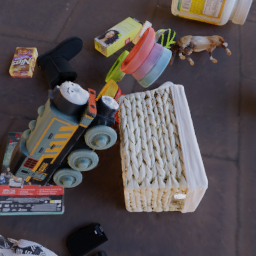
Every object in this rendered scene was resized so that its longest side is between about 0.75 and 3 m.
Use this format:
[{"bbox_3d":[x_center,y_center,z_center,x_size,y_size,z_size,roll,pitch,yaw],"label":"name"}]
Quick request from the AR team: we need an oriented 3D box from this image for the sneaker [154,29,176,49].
[{"bbox_3d":[0.789,-2.992,10.685,2.296,0.866,0.877,-35,34,-18],"label":"sneaker"}]

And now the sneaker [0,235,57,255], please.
[{"bbox_3d":[-2.833,3.296,6.435,2.463,0.925,1.416,9,58,12],"label":"sneaker"}]

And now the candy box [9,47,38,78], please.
[{"bbox_3d":[-3.884,-2.462,10.479,0.738,0.357,1.265,1,59,-1],"label":"candy box"}]

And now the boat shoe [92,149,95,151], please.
[{"bbox_3d":[-1.166,0.177,8.369,0.373,1.070,0.381,-13,32,-17],"label":"boat shoe"}]

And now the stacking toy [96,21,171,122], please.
[{"bbox_3d":[0.289,-1.704,8.858,1.254,2.970,2.689,33,37,-16],"label":"stacking toy"}]

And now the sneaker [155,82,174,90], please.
[{"bbox_3d":[1.049,-1.056,9.381,0.600,0.683,1.705,32,61,21],"label":"sneaker"}]

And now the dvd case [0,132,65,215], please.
[{"bbox_3d":[-2.663,1.224,7.981,1.782,0.269,2.442,1,59,-9],"label":"dvd case"}]

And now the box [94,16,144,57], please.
[{"bbox_3d":[-0.331,-3.675,11.171,0.768,0.512,2.041,39,64,22],"label":"box"}]

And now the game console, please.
[{"bbox_3d":[-0.816,3.211,6.896,0.978,0.200,1.659,-26,59,-16],"label":"game console"}]

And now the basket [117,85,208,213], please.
[{"bbox_3d":[0.729,0.621,7.495,1.846,2.029,2.993,-6,57,-1],"label":"basket"}]

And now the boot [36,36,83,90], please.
[{"bbox_3d":[-2.193,-2.322,10.124,1.967,0.751,1.653,-32,59,-11],"label":"boot"}]

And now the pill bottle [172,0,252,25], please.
[{"bbox_3d":[3.421,-5.194,11.464,2.956,1.667,1.667,17,59,11],"label":"pill bottle"}]

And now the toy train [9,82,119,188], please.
[{"bbox_3d":[-1.472,0.267,6.385,1.684,2.955,1.259,23,36,-27],"label":"toy train"}]

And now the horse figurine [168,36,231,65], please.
[{"bbox_3d":[2.651,-3.032,10.625,2.596,0.648,1.720,-7,45,2],"label":"horse figurine"}]
